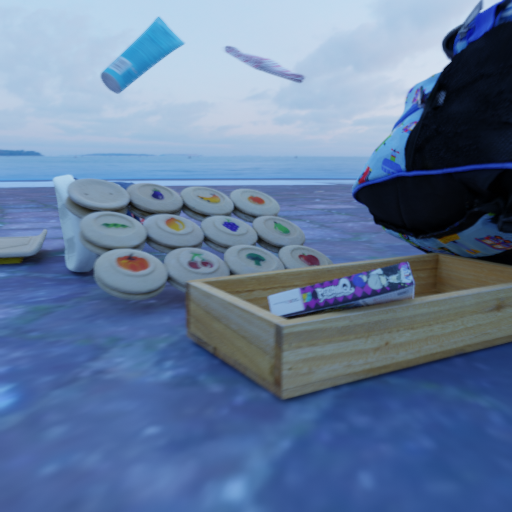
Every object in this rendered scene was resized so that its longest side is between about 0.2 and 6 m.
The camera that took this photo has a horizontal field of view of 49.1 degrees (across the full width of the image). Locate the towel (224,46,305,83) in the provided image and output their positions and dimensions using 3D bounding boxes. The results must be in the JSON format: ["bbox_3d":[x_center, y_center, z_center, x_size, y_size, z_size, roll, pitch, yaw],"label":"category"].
[{"bbox_3d":[0.161,-3.940,11.404,1.150,0.235,1.571,6,27,-34],"label":"towel"}]

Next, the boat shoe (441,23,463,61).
[{"bbox_3d":[4.471,-3.978,9.661,2.582,0.903,0.855,-4,9,34],"label":"boat shoe"}]

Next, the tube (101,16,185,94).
[{"bbox_3d":[-2.440,-4.297,11.991,2.062,0.798,0.520,-51,16,-25],"label":"tube"}]

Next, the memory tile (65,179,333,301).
[{"bbox_3d":[-0.599,-0.263,6.219,2.694,0.226,2.065,-1,35,-30],"label":"memory tile"}]

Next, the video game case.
[{"bbox_3d":[0.628,0.291,3.846,0.893,0.176,0.985,-15,-13,13],"label":"video game case"}]

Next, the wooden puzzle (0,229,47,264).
[{"bbox_3d":[-3.891,-0.068,8.028,1.673,0.311,1.548,-8,12,-16],"label":"wooden puzzle"}]

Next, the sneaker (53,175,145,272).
[{"bbox_3d":[-2.026,-0.575,7.939,1.420,1.259,3.359,-8,11,-16],"label":"sneaker"}]

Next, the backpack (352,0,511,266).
[{"bbox_3d":[2.872,-0.943,5.687,3.267,2.408,3.579,18,-3,-15],"label":"backpack"}]

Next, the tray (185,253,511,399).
[{"bbox_3d":[0.998,0.411,4.460,2.794,0.517,1.378,-6,12,-30],"label":"tray"}]
